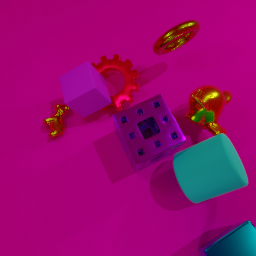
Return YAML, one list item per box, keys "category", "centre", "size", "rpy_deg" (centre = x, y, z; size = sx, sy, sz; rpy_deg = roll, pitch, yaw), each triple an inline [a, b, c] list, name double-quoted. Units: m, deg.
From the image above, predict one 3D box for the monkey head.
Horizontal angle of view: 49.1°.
- category: "monkey head"
  centre: [2.332, -0.515, 7.834]
  size: [1.944, 1.171, 1.398]
  rpy_deg: [-11, 46, -43]

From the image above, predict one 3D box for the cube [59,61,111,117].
- category: "cube"
  centre: [-1.183, -1.054, 7.794]
  size: [0.960, 0.960, 0.960]
  rpy_deg: [-26, 60, 14]

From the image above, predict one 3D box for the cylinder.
- category: "cylinder"
  centre: [2.095, 1.041, 7.193]
  size: [1.396, 1.396, 1.396]
  rpy_deg: [-28, 73, 25]

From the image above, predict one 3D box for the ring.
- category: "ring"
  centre: [1.317, -2.451, 7.654]
  size: [1.416, 1.416, 0.283]
  rpy_deg: [-27, 86, -8]

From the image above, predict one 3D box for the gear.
- category: "gear"
  centre: [-0.501, -1.364, 8.519]
  size: [1.710, 0.316, 1.710]
  rpy_deg: [-2, 81, 11]

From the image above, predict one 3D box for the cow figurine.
- category: "cow figurine"
  centre: [-2.035, -0.246, 8.291]
  size: [0.916, 0.511, 0.931]
  rpy_deg: [-25, 100, -27]

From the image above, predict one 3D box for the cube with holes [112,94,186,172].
- category: "cube with holes"
  centre: [0.524, 0.191, 7.696]
  size: [1.398, 1.398, 1.398]
  rpy_deg: [-25, 75, -7]

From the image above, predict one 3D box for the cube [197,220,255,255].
- category: "cube"
  centre: [2.651, 3.182, 6.737]
  size: [1.309, 1.309, 1.309]
  rpy_deg: [-31, 67, -7]
